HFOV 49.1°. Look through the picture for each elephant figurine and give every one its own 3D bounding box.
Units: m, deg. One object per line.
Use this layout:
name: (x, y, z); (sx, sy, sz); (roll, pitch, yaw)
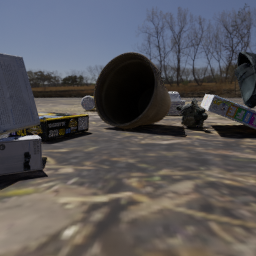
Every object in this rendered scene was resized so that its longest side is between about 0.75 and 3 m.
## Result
elephant figurine: (1.813, -0.467, 8.370); (1.115, 0.865, 0.789); (18, 13, -45)

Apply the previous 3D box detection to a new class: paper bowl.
paper bowl: (1.712, -1.193, 13.434); (2.046, 1.064, 2.046); (-1, 8, 0)

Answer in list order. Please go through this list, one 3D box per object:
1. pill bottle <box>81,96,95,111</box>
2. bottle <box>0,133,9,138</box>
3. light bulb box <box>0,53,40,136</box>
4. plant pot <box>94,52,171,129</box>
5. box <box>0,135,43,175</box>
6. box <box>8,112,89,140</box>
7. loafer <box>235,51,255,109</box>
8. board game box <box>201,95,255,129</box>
pill bottle: (-2.172, -1.418, 16.067); (0.812, 0.812, 1.440); (0, 5, 1)
bottle: (-3.205, 0.031, 5.915); (1.734, 0.566, 0.724); (5, 9, 34)
light bulb box: (-2.818, -0.310, 4.176); (2.011, 1.266, 2.029); (-14, 4, 16)
plant pot: (0.371, -0.938, 8.734); (2.212, 2.212, 1.920); (5, -8, 35)
box: (-1.582, 0.367, 3.760); (0.802, 0.468, 0.241); (-3, 8, -31)
box: (-2.361, -0.107, 7.227); (2.127, 0.525, 1.699); (4, 10, 26)
loafer: (3.212, -1.348, 7.506); (0.764, 0.739, 2.176); (26, 47, -4)
board game box: (3.053, -0.468, 8.088); (1.683, 0.429, 2.504); (23, 11, 7)
